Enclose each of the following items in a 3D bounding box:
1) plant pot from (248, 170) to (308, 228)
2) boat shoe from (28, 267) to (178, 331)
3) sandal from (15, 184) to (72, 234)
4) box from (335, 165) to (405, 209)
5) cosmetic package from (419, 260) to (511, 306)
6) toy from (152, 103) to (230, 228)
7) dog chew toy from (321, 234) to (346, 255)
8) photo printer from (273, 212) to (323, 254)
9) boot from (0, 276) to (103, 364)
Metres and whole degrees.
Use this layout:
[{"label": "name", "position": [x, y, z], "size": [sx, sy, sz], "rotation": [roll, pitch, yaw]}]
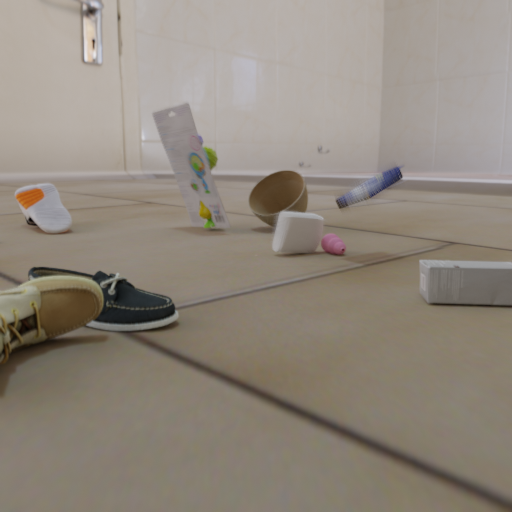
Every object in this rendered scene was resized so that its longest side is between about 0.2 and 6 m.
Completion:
[{"label": "plant pot", "position": [0.701, -1.308, 14.535], "size": [1.560, 1.048, 1.560], "rotation": [-16, 47, 18]}, {"label": "boat shoe", "position": [-1.954, 0.494, 6.904], "size": [2.076, 0.626, 0.785], "rotation": [3, 11, 13]}, {"label": "sandal", "position": [-5.614, -1.065, 14.831], "size": [1.086, 0.812, 2.833], "rotation": [-15, 38, -27]}, {"label": "box", "position": [2.187, -1.299, 10.507], "size": [1.301, 0.211, 0.788], "rotation": [-33, 9, -31]}, {"label": "cosmetic package", "position": [2.979, 0.364, 7.780], "size": [1.289, 0.581, 0.688], "rotation": [-2, 7, 5]}, {"label": "toy", "position": [-1.440, -2.240, 14.057], "size": [0.737, 3.121, 1.797], "rotation": [-26, 19, -34]}, {"label": "dog chew toy", "position": [1.574, -0.208, 11.217], "size": [0.400, 0.400, 0.642], "rotation": [-5, 18, -22]}, {"label": "photo printer", "position": [0.869, -0.449, 11.131], "size": [0.993, 0.826, 0.345], "rotation": [3, 21, -31]}, {"label": "boot", "position": [-2.416, 0.751, 5.428], "size": [1.946, 0.701, 1.505], "rotation": [-10, 13, -19]}]
